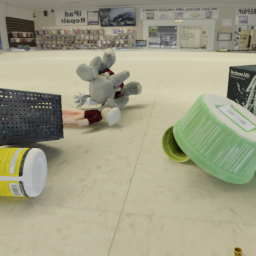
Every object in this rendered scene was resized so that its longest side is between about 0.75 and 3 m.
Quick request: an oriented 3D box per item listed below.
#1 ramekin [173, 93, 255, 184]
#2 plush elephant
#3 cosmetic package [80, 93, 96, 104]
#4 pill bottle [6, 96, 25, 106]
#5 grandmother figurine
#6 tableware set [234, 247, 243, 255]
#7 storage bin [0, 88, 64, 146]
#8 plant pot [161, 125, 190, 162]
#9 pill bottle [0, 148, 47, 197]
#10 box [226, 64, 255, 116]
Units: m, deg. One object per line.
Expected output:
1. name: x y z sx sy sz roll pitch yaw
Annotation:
1. ramekin: 2.161 0.127 6.268 2.079 1.015 2.079 21 31 -14
2. plush elephant: -0.818 -1.679 10.956 2.870 2.364 2.222 -36 14 -11
3. cosmetic package: -1.624 -1.388 12.976 0.839 0.287 1.113 -9 22 -29
4. pill bottle: -4.780 -1.120 11.852 0.891 0.534 0.534 -17 25 -39
5. grandmother figurine: -1.454 -0.404 9.625 2.399 0.726 1.455 -3 28 -1
6. tableware set: 1.859 1.874 3.810 0.867 0.133 0.584 9 20 37
7. storage bin: -3.057 -0.218 6.963 1.807 1.253 2.673 -2 2 26
8. plant pot: 1.498 0.352 7.286 0.951 0.951 0.874 15 13 36
9. pill bottle: -2.572 0.866 5.572 1.691 0.950 0.950 1 19 3
10. box: 3.832 -0.468 7.459 1.388 2.202 2.240 -7 20 -18
